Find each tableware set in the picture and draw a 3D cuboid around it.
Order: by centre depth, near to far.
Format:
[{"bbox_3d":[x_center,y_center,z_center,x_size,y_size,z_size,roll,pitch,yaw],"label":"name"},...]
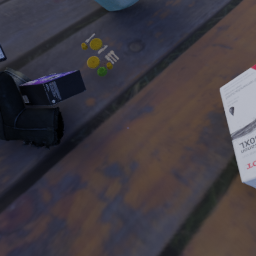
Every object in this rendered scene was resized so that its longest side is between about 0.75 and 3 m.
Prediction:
[{"bbox_3d":[-0.934,-2.202,8.569,0.863,0.197,1.281,-43,77,-2],"label":"tableware set"}]

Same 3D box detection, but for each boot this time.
[{"bbox_3d":[-2.380,-0.388,6.773,1.541,1.881,0.696,6,21,7],"label":"boot"},{"bbox_3d":[-3.551,-0.817,7.797,1.589,0.634,1.748,21,76,53],"label":"boot"}]

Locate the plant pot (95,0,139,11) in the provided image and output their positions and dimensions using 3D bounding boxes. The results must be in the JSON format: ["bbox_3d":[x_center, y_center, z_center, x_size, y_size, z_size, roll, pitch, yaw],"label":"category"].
[{"bbox_3d":[-0.471,-5.546,9.960,2.111,2.150,2.105,25,51,-34],"label":"plant pot"}]

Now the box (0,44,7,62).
[{"bbox_3d":[-4.773,-1.553,7.378,1.939,0.591,2.406,-5,25,33],"label":"box"}]

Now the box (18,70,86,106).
[{"bbox_3d":[-1.930,-1.004,7.074,1.048,0.585,1.485,-29,22,-37],"label":"box"}]

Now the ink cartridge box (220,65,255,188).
[{"bbox_3d":[3.471,-0.173,6.351,1.166,2.031,2.797,24,49,-30],"label":"ink cartridge box"}]
